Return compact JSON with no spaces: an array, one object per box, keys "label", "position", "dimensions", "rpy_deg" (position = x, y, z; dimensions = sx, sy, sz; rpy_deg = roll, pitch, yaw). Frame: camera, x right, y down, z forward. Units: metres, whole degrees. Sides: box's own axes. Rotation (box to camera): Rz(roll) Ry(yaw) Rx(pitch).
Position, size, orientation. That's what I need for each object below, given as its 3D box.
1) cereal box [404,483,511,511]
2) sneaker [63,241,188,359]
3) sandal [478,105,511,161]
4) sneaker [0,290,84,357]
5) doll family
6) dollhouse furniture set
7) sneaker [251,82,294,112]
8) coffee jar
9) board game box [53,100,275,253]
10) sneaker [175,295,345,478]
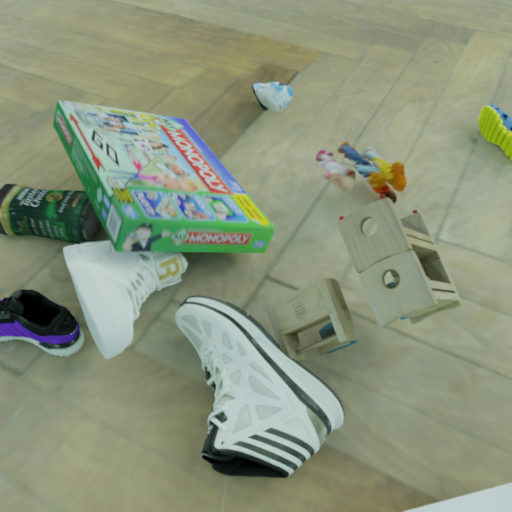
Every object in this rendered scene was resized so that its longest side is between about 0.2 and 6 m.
[{"label":"cereal box","position":[2.382,4.105,5.512],"dimensions":[2.396,0.658,3.330],"rpy_deg":[-10,38,-9]},{"label":"sneaker","position":[-1.861,0.326,8.582],"dimensions":[1.809,1.153,3.131],"rpy_deg":[-16,27,-17]},{"label":"sandal","position":[5.530,-2.693,12.233],"dimensions":[0.732,0.668,1.681],"rpy_deg":[-16,57,-19]},{"label":"sneaker","position":[-3.687,0.859,8.640],"dimensions":[2.036,1.013,0.708],"rpy_deg":[10,48,8]},{"label":"doll family","position":[2.129,-1.612,10.485],"dimensions":[1.977,0.891,1.227],"rpy_deg":[8,37,-38]},{"label":"dollhouse furniture set","position":[1.503,0.417,8.442],"dimensions":[2.322,1.636,1.627],"rpy_deg":[-28,71,27]},{"label":"sneaker","position":[0.368,-3.675,12.767],"dimensions":[0.634,0.628,1.749],"rpy_deg":[-33,29,-3]},{"label":"coffee jar","position":[-3.887,-0.789,10.305],"dimensions":[1.886,0.805,0.984],"rpy_deg":[6,48,6]},{"label":"board game box","position":[-1.794,-1.495,10.130],"dimensions":[2.756,0.596,4.096],"rpy_deg":[-1,38,-35]},{"label":"sneaker","position":[-0.419,1.808,7.691],"dimensions":[2.964,1.118,1.705],"rpy_deg":[35,54,25]}]
